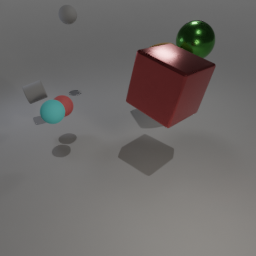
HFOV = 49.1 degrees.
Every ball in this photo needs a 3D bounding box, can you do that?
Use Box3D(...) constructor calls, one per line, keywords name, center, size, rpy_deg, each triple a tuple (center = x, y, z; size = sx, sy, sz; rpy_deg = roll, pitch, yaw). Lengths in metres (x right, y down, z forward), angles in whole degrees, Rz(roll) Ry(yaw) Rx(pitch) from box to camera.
Box3D(name="ball", center=(-2.301, -4.333, 10.710), size=(0.700, 0.700, 0.700), rpy_deg=(0, 30, 0))
Box3D(name="ball", center=(-2.163, -0.464, 8.036), size=(0.700, 0.700, 0.700), rpy_deg=(0, 30, 0))
Box3D(name="ball", center=(2.438, -3.157, 10.153), size=(1.400, 1.400, 1.400), rpy_deg=(0, 30, 0))
Box3D(name="ball", center=(-2.114, -0.704, 9.024), size=(0.700, 0.700, 0.700), rpy_deg=(0, 30, 0))

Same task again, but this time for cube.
Box3D(name="cube", center=(1.012, -1.086, 6.862), size=(1.400, 1.400, 1.400), rpy_deg=(35, 39, 28))

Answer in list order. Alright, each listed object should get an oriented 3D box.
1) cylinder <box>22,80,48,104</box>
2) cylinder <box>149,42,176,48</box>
Box3D(name="cylinder", center=(-3.497, -1.355, 10.553), size=(0.700, 0.700, 0.700), rpy_deg=(-24, 35, -10))
Box3D(name="cylinder", center=(1.233, -2.025, 9.874), size=(1.400, 1.400, 1.400), rpy_deg=(-10, 74, -17))
